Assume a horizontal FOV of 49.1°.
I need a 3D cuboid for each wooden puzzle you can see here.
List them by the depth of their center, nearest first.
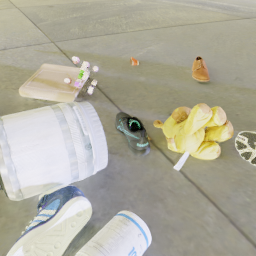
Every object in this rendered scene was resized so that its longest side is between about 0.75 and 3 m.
[{"bbox_3d":[-3.493,-2.184,13.736,2.647,0.533,2.862,8,39,4],"label":"wooden puzzle"}]

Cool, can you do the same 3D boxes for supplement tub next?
[{"bbox_3d":[-0.314,2.672,6.112,1.036,1.036,1.571,24,42,31],"label":"supplement tub"}]

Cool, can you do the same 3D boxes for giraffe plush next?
[{"bbox_3d":[2.022,0.067,9.635,2.392,2.064,1.940,-42,29,2],"label":"giraffe plush"}]

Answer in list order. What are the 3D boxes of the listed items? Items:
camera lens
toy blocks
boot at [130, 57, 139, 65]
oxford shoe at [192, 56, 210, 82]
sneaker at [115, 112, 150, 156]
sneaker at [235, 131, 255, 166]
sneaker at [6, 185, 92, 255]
[{"bbox_3d":[-2.316,0.577,8.001,2.922,2.337,2.337,-16,37,-21],"label":"camera lens"},{"bbox_3d":[-2.035,-2.406,12.919,1.439,1.345,1.211,21,5,-4],"label":"toy blocks"},{"bbox_3d":[0.368,-3.957,16.594,0.475,0.332,0.885,-1,40,-12],"label":"boot"},{"bbox_3d":[3.849,-3.152,14.930,0.840,0.839,2.355,1,36,-1],"label":"oxford shoe"},{"bbox_3d":[0.174,-0.061,10.213,0.946,0.994,2.509,-15,35,-17],"label":"sneaker"},{"bbox_3d":[4.910,0.751,9.208,2.747,1.108,1.146,18,25,10],"label":"sneaker"},{"bbox_3d":[-2.053,2.375,6.903,2.354,0.948,1.723,-42,24,-19],"label":"sneaker"}]
